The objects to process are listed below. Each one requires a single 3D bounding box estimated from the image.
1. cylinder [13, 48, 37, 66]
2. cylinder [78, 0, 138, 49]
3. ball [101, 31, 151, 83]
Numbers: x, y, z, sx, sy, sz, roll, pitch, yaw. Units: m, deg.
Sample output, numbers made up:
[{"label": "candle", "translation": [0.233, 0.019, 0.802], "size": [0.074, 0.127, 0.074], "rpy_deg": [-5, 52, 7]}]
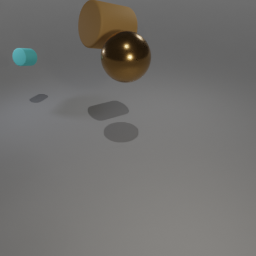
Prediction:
[{"label": "cylinder", "translation": [-4.238, -2.918, 11.538], "size": [0.700, 0.700, 0.700], "rpy_deg": [11, 17, 18]}, {"label": "cylinder", "translation": [-0.652, -3.231, 8.945], "size": [1.400, 1.400, 1.400], "rpy_deg": [-8, 29, -38]}, {"label": "ball", "translation": [-0.058, -1.963, 7.776], "size": [1.400, 1.400, 1.400], "rpy_deg": [0, 30, 0]}]
